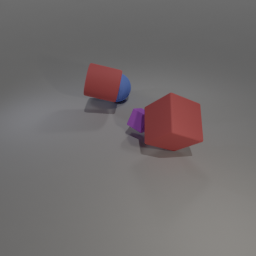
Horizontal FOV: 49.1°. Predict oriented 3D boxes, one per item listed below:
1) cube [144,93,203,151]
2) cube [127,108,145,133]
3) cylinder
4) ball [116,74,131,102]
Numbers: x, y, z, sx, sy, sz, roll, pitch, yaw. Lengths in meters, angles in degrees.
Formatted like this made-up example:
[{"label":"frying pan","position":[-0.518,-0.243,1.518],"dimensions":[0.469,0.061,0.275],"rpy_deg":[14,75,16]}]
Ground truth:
[{"label":"cube","position":[1.516,-0.149,9.497],"dimensions":[1.400,1.400,1.400],"rpy_deg":[15,64,-32]},{"label":"cube","position":[0.508,-0.301,10.768],"dimensions":[0.700,0.700,0.700],"rpy_deg":[31,19,23]},{"label":"cylinder","position":[-1.069,-1.929,11.973],"dimensions":[1.400,1.400,1.400],"rpy_deg":[12,31,-6]},{"label":"ball","position":[-0.556,-1.950,13.452],"dimensions":[1.400,1.400,1.400],"rpy_deg":[0,31,0]}]
